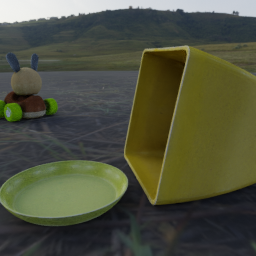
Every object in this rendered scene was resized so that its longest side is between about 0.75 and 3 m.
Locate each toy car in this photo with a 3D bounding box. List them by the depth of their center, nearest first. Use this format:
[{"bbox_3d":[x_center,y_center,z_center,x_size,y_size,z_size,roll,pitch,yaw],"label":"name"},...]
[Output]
[{"bbox_3d":[-4.426,-1.806,11.847,2.098,2.659,2.184,12,18,36],"label":"toy car"}]

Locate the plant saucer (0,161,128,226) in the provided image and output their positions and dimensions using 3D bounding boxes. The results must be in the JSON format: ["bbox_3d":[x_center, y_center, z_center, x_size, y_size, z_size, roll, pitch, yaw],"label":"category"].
[{"bbox_3d":[-1.115,1.144,5.095,2.236,0.347,2.236,0,15,0],"label":"plant saucer"}]

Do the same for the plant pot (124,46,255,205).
[{"bbox_3d":[1.518,-0.124,5.945,2.362,2.678,2.678,7,13,-14],"label":"plant pot"}]
